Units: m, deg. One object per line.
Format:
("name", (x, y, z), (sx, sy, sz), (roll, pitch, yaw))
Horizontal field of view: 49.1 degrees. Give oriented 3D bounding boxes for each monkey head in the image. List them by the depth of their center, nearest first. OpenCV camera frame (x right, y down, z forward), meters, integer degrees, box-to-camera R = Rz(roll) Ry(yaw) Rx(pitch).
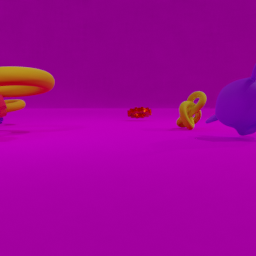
("monkey head", (2.392, -0.527, 5.679), (1.034, 1.717, 1.235), (43, 45, 13))

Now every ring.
("ring", (-2.750, -1.045, 6.615), (1.979, 0.396, 1.979), (-6, -1, 0))
("ring", (-4.361, -0.751, 9.757), (1.497, 0.299, 1.497), (-4, 14, 1))

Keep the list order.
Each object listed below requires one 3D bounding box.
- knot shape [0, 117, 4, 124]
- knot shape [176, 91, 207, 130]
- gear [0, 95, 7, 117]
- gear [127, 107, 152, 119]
("knot shape", (-5.001, -0.394, 9.905), (1.188, 0.549, 1.112), (-3, 5, -34))
("knot shape", (1.734, -0.407, 7.862), (0.562, 1.215, 1.137), (26, 30, 18))
("gear", (-2.889, -0.238, 5.047), (1.305, 0.241, 1.305), (-26, -13, -6))
("gear", (0.515, -0.675, 12.558), (1.089, 0.201, 1.089), (-2, -16, -1))
